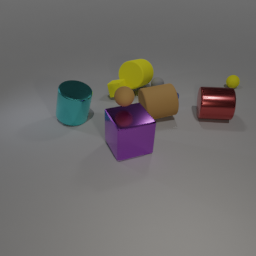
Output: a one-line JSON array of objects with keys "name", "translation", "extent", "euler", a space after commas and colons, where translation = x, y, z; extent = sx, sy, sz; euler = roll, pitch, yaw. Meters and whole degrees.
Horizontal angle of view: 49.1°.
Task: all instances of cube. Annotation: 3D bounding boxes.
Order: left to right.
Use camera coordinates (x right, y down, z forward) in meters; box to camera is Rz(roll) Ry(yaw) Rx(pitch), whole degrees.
[{"name": "cube", "translation": [-0.526, -1.982, 13.935], "extent": [0.700, 0.700, 0.700], "euler": [-3, 24, 23]}, {"name": "cube", "translation": [0.038, 0.113, 10.064], "extent": [1.400, 1.400, 1.400], "euler": [-12, 38, -19]}]

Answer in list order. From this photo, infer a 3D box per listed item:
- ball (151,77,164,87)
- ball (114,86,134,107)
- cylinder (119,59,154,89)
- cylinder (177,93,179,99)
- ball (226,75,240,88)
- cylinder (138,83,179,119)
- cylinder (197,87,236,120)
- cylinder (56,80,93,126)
[{"name": "ball", "translation": [1.562, -2.336, 14.791], "extent": [0.700, 0.700, 0.700], "euler": [0, 31, 0]}, {"name": "ball", "translation": [-0.127, -1.094, 9.686], "extent": [0.700, 0.700, 0.700], "euler": [0, 31, 0]}, {"name": "cylinder", "translation": [0.436, -2.808, 14.472], "extent": [1.400, 1.400, 1.400], "euler": [15, 23, 23]}, {"name": "cylinder", "translation": [1.991, -1.577, 13.555], "extent": [0.700, 0.700, 0.700], "euler": [-17, 45, -26]}, {"name": "ball", "translation": [5.704, -2.529, 15.236], "extent": [0.700, 0.700, 0.700], "euler": [0, 31, 0]}, {"name": "cylinder", "translation": [1.288, -1.122, 12.103], "extent": [1.400, 1.400, 1.400], "euler": [-12, 33, -9]}, {"name": "cylinder", "translation": [3.779, -1.065, 12.133], "extent": [1.400, 1.400, 1.400], "euler": [3, 31, 6]}, {"name": "cylinder", "translation": [-2.288, -1.056, 11.812], "extent": [1.400, 1.400, 1.400], "euler": [10, 41, -9]}]
